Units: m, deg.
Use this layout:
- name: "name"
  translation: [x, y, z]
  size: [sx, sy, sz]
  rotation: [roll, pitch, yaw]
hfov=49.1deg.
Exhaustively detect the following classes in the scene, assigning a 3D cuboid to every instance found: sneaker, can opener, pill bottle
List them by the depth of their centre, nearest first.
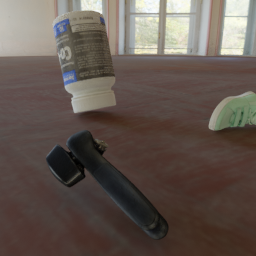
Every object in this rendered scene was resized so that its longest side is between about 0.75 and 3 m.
- name: "can opener"
  translation: [-0.297, 0.769, 4.097]
  size: [2.342, 0.921, 0.742]
  rotation: [32, -8, 39]
- name: "sneaker"
  translation: [3.309, -0.311, 7.675]
  size: [2.206, 0.812, 1.301]
  rotation: [-24, 44, -29]
- name: "pill bottle"
  translation: [-1.338, -2.053, 9.090]
  size: [1.681, 2.955, 1.681]
  rotation: [-10, 4, 1]
